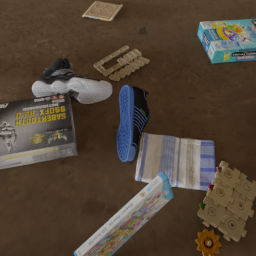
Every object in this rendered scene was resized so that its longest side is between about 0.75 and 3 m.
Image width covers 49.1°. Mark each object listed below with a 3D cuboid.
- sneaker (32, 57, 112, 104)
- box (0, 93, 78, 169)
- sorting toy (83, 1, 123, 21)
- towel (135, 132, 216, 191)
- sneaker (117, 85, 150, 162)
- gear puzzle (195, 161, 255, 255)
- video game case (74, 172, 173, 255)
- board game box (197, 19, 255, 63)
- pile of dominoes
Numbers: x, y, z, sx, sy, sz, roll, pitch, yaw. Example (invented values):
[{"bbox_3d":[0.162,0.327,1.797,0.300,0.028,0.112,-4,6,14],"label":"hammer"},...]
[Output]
[{"bbox_3d":[-1.608,-1.491,8.437,2.345,0.885,1.334,1,52,4],"label":"sneaker"},{"bbox_3d":[-2.603,0.046,7.362,2.342,0.566,1.855,-10,50,-7],"label":"box"},{"bbox_3d":[-1.041,-4.883,11.754,1.394,0.254,1.290,12,51,16],"label":"sorting toy"},{"bbox_3d":[1.194,0.788,6.946,1.964,0.234,1.442,7,53,6],"label":"towel"},{"bbox_3d":[0.197,-0.108,7.137,0.759,0.683,1.949,7,83,-32],"label":"sneaker"},{"bbox_3d":[2.071,1.815,6.054,1.099,0.278,2.121,33,61,5],"label":"gear puzzle"},{"bbox_3d":[0.046,1.702,5.117,1.932,1.383,0.172,-41,61,-9],"label":"video game case"},{"bbox_3d":[3.970,-3.181,10.080,2.433,0.571,1.836,-5,50,-5],"label":"board game box"},{"bbox_3d":[-0.197,-2.140,9.526,1.569,0.250,1.223,-35,58,-16],"label":"pile of dominoes"}]
